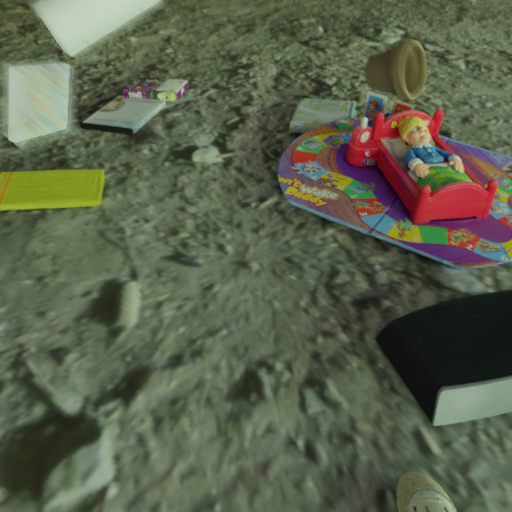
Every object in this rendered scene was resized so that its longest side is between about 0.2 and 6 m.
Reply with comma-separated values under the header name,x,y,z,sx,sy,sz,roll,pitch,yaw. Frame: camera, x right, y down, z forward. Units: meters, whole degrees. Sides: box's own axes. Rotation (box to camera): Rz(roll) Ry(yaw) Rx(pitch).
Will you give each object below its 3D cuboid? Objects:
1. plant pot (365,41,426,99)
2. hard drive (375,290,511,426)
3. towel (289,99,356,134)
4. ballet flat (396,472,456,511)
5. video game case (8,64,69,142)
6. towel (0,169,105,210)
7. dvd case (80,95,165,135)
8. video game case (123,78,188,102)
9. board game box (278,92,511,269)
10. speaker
name,x,y,z,sx,sy,sz,roll,pitch,yaw
plant pot,2.103,-2.828,8.593,0.731,0.838,0.838,12,35,41
hard drive,3.123,1.218,7.490,2.587,0.548,1.745,-10,38,-13
towel,1.701,-3.443,13.982,1.482,0.417,1.731,5,37,12
ballet flat,1.784,2.792,5.334,0.624,0.577,1.850,0,36,-1
video game case,-2.774,-1.994,7.205,0.110,0.876,1.224,13,23,7
towel,-4.565,-1.266,11.180,2.958,0.267,1.273,-4,42,-6
dvd case,-3.404,-3.668,14.461,1.448,0.178,2.030,10,38,13
video game case,-2.731,-4.590,15.436,1.444,0.285,1.593,4,28,3
board game box,3.161,-1.904,10.983,5.500,1.071,4.345,24,45,24
speaker,-2.040,-3.638,7.846,1.950,0.792,0.792,-33,42,-3
